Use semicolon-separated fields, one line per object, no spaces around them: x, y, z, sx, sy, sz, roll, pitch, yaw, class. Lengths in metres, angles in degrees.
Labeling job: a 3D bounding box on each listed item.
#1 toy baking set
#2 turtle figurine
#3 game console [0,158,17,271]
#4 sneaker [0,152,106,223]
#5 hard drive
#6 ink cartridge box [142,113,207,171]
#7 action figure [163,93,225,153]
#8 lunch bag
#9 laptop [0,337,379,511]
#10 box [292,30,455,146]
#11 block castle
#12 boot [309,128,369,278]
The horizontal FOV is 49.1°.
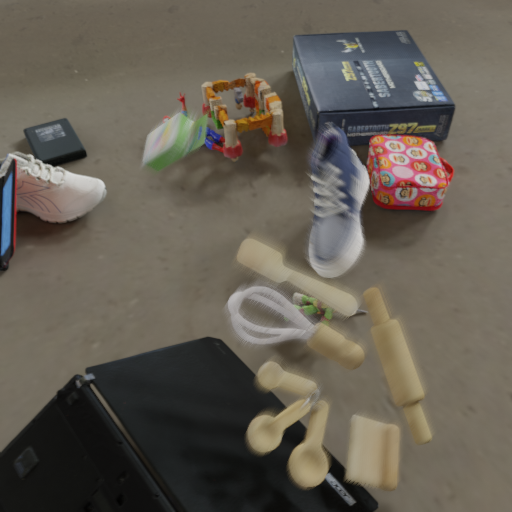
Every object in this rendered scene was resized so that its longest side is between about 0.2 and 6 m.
0.852;1.148;6.402;2.347;0.356;3.058;0;66;-30;toy baking set
0.980;0.903;8.242;0.992;1.023;0.736;4;65;32;turtle figurine
-4.360;-0.625;8.911;1.391;0.958;1.614;-4;75;-3;game console
-3.919;-1.255;9.906;2.480;1.080;0.924;2;45;1;sneaker
-4.167;-2.335;11.576;0.950;0.224;1.362;-21;49;-20;hard drive
-1.017;-1.455;6.962;0.887;0.263;0.460;-21;54;38;ink cartridge box
-1.252;-2.770;11.614;1.752;0.867;0.572;21;48;23;action figure
2.902;-1.590;10.490;1.511;0.703;1.715;2;45;2;lunch bag
-1.109;2.886;6.309;3.562;1.839;3.156;-47;56;-4;laptop
2.445;-3.874;12.609;2.861;0.925;3.628;-4;45;-3;box
-0.269;-2.870;11.630;1.368;0.960;2.047;-16;45;-10;block castle
1.186;-0.916;9.148;0.916;1.137;2.518;-12;44;30;boot
